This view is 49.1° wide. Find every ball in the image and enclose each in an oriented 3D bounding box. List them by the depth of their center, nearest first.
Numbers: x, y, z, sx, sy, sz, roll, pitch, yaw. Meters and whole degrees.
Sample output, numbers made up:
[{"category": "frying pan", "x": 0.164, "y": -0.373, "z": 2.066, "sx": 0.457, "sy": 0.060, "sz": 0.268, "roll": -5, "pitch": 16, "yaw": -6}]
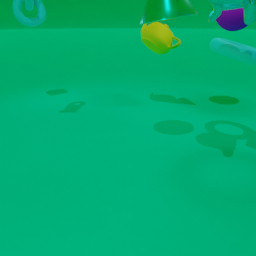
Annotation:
[{"category": "ball", "x": 3.427, "y": -3.760, "z": 8.959, "sx": 1.263, "sy": 1.263, "sz": 1.263, "roll": 0, "pitch": 22, "yaw": 0}]

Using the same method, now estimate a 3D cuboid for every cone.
[{"category": "cone", "x": 0.792, "y": -3.025, "z": 6.050, "sx": 1.297, "sy": 1.302, "sz": 1.297, "roll": -9, "pitch": 19, "yaw": 3}]

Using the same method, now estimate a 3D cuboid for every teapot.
[{"category": "teapot", "x": 1.058, "y": -3.283, "z": 9.968, "sx": 1.919, "sy": 0.940, "sz": 1.193, "roll": 36, "pitch": 0, "yaw": 30}]

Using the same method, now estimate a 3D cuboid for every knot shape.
[{"category": "knot shape", "x": -2.727, "y": -3.666, "z": 7.769, "sx": 0.665, "sy": 1.439, "sz": 1.347, "roll": -1, "pitch": 43, "yaw": 10}]

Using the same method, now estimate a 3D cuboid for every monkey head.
[{"category": "monkey head", "x": 1.761, "y": -2.376, "z": 4.705, "sx": 1.106, "sy": 1.836, "sz": 1.321, "roll": 10, "pitch": 67, "yaw": 16}]

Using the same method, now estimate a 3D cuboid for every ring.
[{"category": "ring", "x": 2.696, "y": -1.811, "z": 6.679, "sx": 1.519, "sy": 0.304, "sz": 1.519, "roll": 13, "pitch": 25, "yaw": -6}]
